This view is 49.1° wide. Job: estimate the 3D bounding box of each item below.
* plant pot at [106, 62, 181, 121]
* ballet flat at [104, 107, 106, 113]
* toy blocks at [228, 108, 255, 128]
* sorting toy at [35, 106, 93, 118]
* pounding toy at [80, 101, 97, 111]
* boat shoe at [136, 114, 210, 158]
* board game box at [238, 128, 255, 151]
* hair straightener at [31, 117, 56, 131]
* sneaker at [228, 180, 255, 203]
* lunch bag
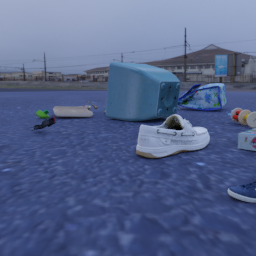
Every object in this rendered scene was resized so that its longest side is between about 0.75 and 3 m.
[{"bbox_3d":[0.803,-1.427,11.841,2.436,2.392,2.385,19,19,41],"label":"plant pot"},{"bbox_3d":[-0.941,-0.971,14.527,0.499,0.590,1.561,29,12,-6],"label":"ballet flat"},{"bbox_3d":[4.630,-0.430,10.500,1.329,0.579,1.595,0,11,-9],"label":"toy blocks"},{"bbox_3d":[-2.975,-0.702,12.964,2.480,0.365,1.833,0,13,-17],"label":"sorting toy"},{"bbox_3d":[-2.201,-1.101,14.532,1.111,0.637,0.635,-5,15,-28],"label":"pounding toy"},{"bbox_3d":[1.187,0.099,6.632,0.855,0.837,2.415,9,13,44],"label":"boat shoe"},{"bbox_3d":[3.416,0.290,6.826,0.956,0.417,1.296,8,13,44],"label":"board game box"},{"bbox_3d":[-2.755,-0.104,8.796,0.486,0.258,1.262,-15,3,-41],"label":"hair straightener"},{"bbox_3d":[1.878,0.777,3.854,0.974,0.412,0.365,0,9,2],"label":"sneaker"},{"bbox_3d":[4.271,-1.773,16.220,2.488,1.585,2.115,-7,7,29],"label":"lunch bag"}]
